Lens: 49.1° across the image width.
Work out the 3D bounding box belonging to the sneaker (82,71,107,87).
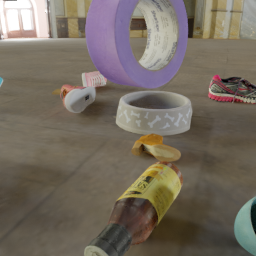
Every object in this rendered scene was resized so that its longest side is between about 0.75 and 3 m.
[{"bbox_3d":[-1.614,-2.348,13.615,1.102,0.794,2.108,-6,18,0],"label":"sneaker"}]

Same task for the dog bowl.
[{"bbox_3d":[0.885,-0.602,9.341,2.633,0.772,2.633,1,22,0],"label":"dog bowl"}]

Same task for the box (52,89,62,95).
[{"bbox_3d":[-2.928,-1.670,12.883,0.927,0.099,0.758,2,21,6],"label":"box"}]

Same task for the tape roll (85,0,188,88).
[{"bbox_3d":[0.304,-2.363,7.071,2.622,2.622,1.114,-19,24,-40],"label":"tape roll"}]

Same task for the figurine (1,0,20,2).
[{"bbox_3d":[-2.735,-2.750,4.880,1.398,1.433,0.617,-21,49,-16],"label":"figurine"}]

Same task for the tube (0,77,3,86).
[{"bbox_3d":[-4.371,-1.688,6.547,0.697,2.768,1.072,-22,45,37],"label":"tube"}]

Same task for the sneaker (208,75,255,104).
[{"bbox_3d":[4.735,-1.590,11.475,2.691,1.005,1.085,3,22,6],"label":"sneaker"}]

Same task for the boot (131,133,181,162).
[{"bbox_3d":[0.788,0.428,7.158,1.297,0.456,0.928,4,24,23],"label":"boot"}]

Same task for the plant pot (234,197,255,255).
[{"bbox_3d":[1.935,1.505,4.125,0.901,0.606,0.901,13,56,-20],"label":"plant pot"}]

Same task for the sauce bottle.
[{"bbox_3d":[0.193,1.322,4.547,0.773,0.773,2.341,11,23,26],"label":"sauce bottle"}]

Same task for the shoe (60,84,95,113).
[{"bbox_3d":[-2.148,-1.148,10.665,1.107,0.869,2.433,4,17,12],"label":"shoe"}]
